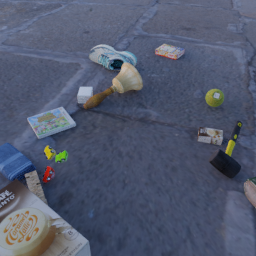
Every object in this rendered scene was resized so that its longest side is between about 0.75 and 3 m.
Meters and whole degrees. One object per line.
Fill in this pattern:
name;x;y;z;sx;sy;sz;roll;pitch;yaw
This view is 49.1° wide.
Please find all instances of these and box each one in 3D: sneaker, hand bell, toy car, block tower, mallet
sneaker;-0.967;-3.680;14.965;2.740;1.064;1.183;13;44;16
hand bell;-0.810;-1.641;12.551;2.754;1.434;1.434;-37;50;-21
toy car;-2.255;1.035;8.882;1.172;0.278;1.245;-25;57;34
block tower;-2.808;1.881;8.527;0.397;0.371;1.372;-19;42;-21
mallet;3.533;0.489;9.872;0.958;0.599;2.910;33;44;-1

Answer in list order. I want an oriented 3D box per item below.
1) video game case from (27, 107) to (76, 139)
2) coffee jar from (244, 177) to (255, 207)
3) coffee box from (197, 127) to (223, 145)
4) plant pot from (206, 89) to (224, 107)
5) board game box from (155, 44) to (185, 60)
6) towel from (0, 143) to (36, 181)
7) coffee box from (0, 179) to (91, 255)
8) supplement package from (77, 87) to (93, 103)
video game case;-3.103;-0.250;11.349;1.553;0.171;1.413;-22;43;-25
coffee jar;4.473;1.781;8.328;1.790;0.764;0.933;-11;35;-12
coffee box;3.087;0.294;10.529;0.867;0.345;0.496;9;40;11
plant pot;3.718;-1.316;11.868;0.782;0.782;0.836;9;2;11
board game box;2.486;-4.539;16.588;1.396;0.323;1.057;24;45;27
towel;-3.929;1.163;9.407;1.648;0.400;0.920;31;48;31
coffee box;-2.467;2.755;6.805;2.868;1.143;1.640;27;46;30
supplement package;-1.926;-1.500;12.709;0.596;0.424;0.765;1;39;1
